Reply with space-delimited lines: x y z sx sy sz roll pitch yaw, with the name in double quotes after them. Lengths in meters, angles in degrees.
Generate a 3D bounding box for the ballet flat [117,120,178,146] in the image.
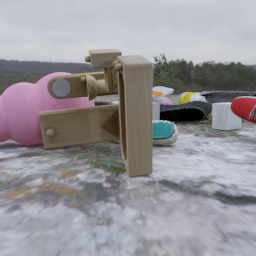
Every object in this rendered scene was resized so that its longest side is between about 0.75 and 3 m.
0.289 0.141 6.824 1.967 0.706 0.706 7 11 27 "ballet flat"

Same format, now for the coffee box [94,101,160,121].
-0.135 -0.465 9.544 2.140 0.853 1.224 7 11 40 "coffee box"

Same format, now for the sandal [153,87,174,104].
1.046 -1.170 11.460 1.023 0.766 2.671 19 23 36 "sandal"

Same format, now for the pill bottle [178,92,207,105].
3.701 -1.460 15.669 1.049 1.049 1.874 -3 9 -21 "pill bottle"

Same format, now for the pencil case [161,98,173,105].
1.474 -1.054 13.550 0.839 0.839 1.918 5 11 30 "pencil case"

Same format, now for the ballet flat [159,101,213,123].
1.960 -0.439 10.309 2.937 0.976 0.834 -3 44 -6 "ballet flat"

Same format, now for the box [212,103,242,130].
3.211 -0.389 9.072 0.843 0.848 0.554 -6 8 -37 "box"

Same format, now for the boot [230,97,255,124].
3.136 -0.393 6.677 1.373 0.689 1.903 9 15 -45 "boot"

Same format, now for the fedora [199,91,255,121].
4.010 -0.874 11.153 2.344 1.197 2.651 0 8 2 "fedora"

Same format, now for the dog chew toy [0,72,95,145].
-2.199 -0.362 6.571 2.720 1.694 1.694 -12 12 -21 "dog chew toy"

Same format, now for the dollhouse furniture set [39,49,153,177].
-0.755 -0.215 4.906 1.847 2.156 2.267 -6 24 -9 "dollhouse furniture set"
